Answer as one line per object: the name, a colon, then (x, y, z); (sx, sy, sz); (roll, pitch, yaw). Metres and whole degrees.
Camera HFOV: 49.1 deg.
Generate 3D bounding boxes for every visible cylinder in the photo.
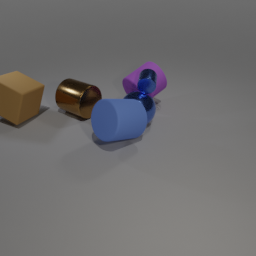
cylinder: (-2.053, -1.243, 11.691); (1.400, 1.400, 1.400); (21, 36, 30)
cylinder: (0.727, -1.751, 10.487); (0.700, 0.700, 0.700); (4, 41, 7)
cylinder: (-0.301, -0.292, 9.577); (1.400, 1.400, 1.400); (-5, 26, -45)
cylinder: (0.714, -1.911, 12.073); (1.400, 1.400, 1.400); (-38, 44, -18)

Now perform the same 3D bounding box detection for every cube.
cube: (-4.388, -1.221, 11.061); (1.400, 1.400, 1.400); (27, 29, 8)

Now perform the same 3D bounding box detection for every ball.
ball: (0.387, -0.755, 10.897); (1.400, 1.400, 1.400); (0, 31, 0)
